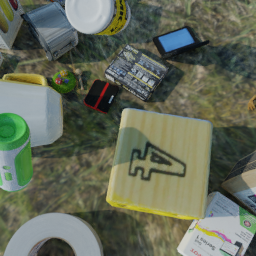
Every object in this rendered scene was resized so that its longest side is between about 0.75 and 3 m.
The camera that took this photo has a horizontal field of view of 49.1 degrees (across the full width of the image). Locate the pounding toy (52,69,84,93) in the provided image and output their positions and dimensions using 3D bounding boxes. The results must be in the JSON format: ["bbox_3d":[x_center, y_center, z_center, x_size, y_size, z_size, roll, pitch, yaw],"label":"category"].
[{"bbox_3d":[-2.014,-1.607,9.125,1.047,0.486,0.808,-8,72,-2],"label":"pounding toy"}]

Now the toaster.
[{"bbox_3d":[-2.557,-3.303,9.373,1.266,1.113,1.960,-33,73,-14],"label":"toaster"}]

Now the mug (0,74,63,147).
[{"bbox_3d":[-3.042,-0.615,8.023,2.230,2.176,2.717,-1,78,-9],"label":"mug"}]

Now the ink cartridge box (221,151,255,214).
[{"bbox_3d":[4.122,1.822,7.010,2.866,2.361,1.076,39,74,12],"label":"ink cartridge box"}]

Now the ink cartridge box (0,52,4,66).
[{"bbox_3d":[-5.315,-1.890,9.281,1.773,0.391,1.806,14,71,4],"label":"ink cartridge box"}]

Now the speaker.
[{"bbox_3d":[-2.429,0.577,5.818,0.882,1.995,0.882,8,51,-11],"label":"speaker"}]

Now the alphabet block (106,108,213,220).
[{"bbox_3d":[0.780,1.046,7.357,2.254,2.242,2.296,9,73,5],"label":"alphabet block"}]

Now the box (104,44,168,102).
[{"bbox_3d":[0.271,-1.838,9.242,1.679,0.412,1.353,33,76,10],"label":"box"}]

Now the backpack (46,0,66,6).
[{"bbox_3d":[-2.239,-5.125,9.738,1.632,1.714,1.320,9,77,-4],"label":"backpack"}]

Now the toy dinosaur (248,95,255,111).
[{"bbox_3d":[4.472,-0.967,8.921,1.273,0.724,2.397,-19,82,-22],"label":"toy dinosaur"}]

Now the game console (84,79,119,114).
[{"bbox_3d":[-0.879,-1.050,9.140,0.893,0.157,1.010,24,74,4],"label":"game console"}]

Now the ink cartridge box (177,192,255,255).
[{"bbox_3d":[2.404,2.891,7.492,1.358,0.788,1.876,33,75,10],"label":"ink cartridge box"}]

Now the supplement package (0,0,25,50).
[{"bbox_3d":[-4.627,-4.029,8.627,1.595,2.913,1.657,13,73,4],"label":"supplement package"}]

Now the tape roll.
[{"bbox_3d":[-1.893,3.493,7.284,2.476,0.818,2.476,0,72,-1],"label":"tape roll"}]

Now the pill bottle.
[{"bbox_3d":[-0.598,-2.777,6.660,1.087,1.903,1.087,4,108,14],"label":"pill bottle"}]

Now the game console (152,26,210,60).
[{"bbox_3d":[1.743,-2.938,9.397,1.469,1.292,0.855,-21,101,-6],"label":"game console"}]
